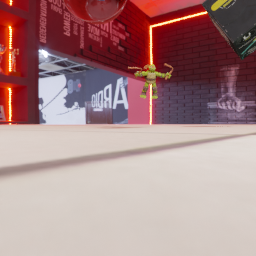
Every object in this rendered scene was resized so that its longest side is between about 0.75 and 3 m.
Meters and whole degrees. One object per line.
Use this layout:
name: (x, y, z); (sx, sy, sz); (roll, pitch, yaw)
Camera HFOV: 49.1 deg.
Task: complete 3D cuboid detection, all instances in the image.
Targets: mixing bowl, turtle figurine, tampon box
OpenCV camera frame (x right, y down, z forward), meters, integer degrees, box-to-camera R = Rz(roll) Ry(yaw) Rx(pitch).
mixing bowl: (-0.774, -3.534, 7.560); (1.802, 1.802, 0.976); (0, -4, 7)
turtle figurine: (0.821, -1.940, 11.212); (1.827, 1.474, 0.588); (-3, 30, -14)
tampon box: (3.726, -3.524, 8.654); (1.878, 1.582, 2.506); (-38, -15, 23)
